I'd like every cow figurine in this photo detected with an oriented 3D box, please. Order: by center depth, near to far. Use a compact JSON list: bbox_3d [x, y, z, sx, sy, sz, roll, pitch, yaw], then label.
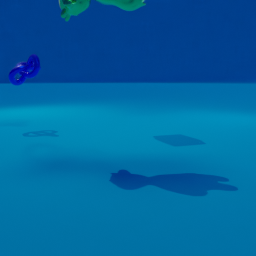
[{"bbox_3d":[-0.419,-2.339,4.794,1.482,1.459,0.814,27,9,-6],"label":"cow figurine"}]

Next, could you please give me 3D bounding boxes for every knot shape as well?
[{"bbox_3d":[-2.861,-1.703,8.030,1.019,0.503,1.089,-16,31,36],"label":"knot shape"}]
